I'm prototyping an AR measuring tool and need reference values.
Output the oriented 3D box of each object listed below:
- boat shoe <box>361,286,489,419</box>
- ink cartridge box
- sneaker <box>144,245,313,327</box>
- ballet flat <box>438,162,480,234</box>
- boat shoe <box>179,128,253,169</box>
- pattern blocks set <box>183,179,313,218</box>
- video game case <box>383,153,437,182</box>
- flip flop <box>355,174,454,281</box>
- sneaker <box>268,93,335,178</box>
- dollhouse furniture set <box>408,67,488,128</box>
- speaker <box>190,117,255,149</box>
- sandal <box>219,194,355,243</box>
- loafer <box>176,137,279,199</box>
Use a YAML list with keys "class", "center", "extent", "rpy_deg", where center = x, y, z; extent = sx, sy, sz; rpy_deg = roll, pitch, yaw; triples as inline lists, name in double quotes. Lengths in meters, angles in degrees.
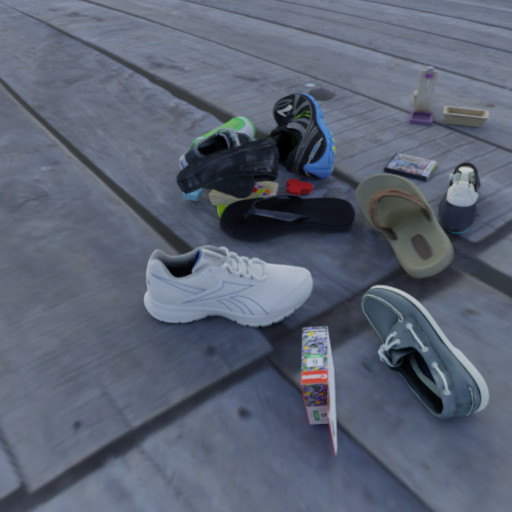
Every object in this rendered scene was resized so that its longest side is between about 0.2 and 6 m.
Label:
- class: "boat shoe"
  center: [2.315, 1.393, 8.512]
  extent: [0.798, 0.940, 2.583]
  rpy_deg: [-15, 44, -25]
- class: "ink cartridge box"
  center: [0.874, 1.864, 7.859]
  extent: [0.409, 0.885, 1.625]
  rpy_deg: [-6, 36, 11]
- class: "sneaker"
  center: [-0.472, 0.454, 9.465]
  extent: [2.930, 1.276, 1.092]
  rpy_deg: [-3, 42, -4]
- class: "ballet flat"
  center: [4.530, -1.403, 12.394]
  extent: [0.859, 0.859, 2.352]
  rpy_deg: [15, 39, 19]
- class: "boat shoe"
  center: [-0.754, -2.571, 13.151]
  extent: [2.441, 0.834, 0.901]
  rpy_deg: [-25, 78, -46]
- class: "pattern blocks set"
  center: [-0.236, -1.445, 12.928]
  extent: [2.609, 0.211, 2.293]
  rpy_deg: [18, 39, 21]
- class: "video game case"
  center: [3.890, -2.252, 14.104]
  extent: [1.086, 0.139, 0.982]
  rpy_deg: [18, 41, 23]
- class: "flip flop"
  center: [2.790, -0.756, 11.019]
  extent: [1.262, 0.896, 3.112]
  rpy_deg: [-38, 37, 18]
- class: "sneaker"
  center: [0.950, -3.216, 14.437]
  extent: [1.495, 1.279, 3.609]
  rpy_deg: [-1, 39, -12]
- class: "dollhouse furniture set"
  center: [5.737, -4.803, 16.365]
  extent: [2.186, 1.552, 1.732]
  rpy_deg: [11, 38, 14]
- class: "speaker"
  center: [-0.843, -2.951, 14.481]
  extent: [0.851, 0.851, 1.923]
  rpy_deg: [22, 42, 27]
- class: "sandal"
  center: [0.640, -0.948, 11.732]
  extent: [2.884, 0.617, 1.096]
  rpy_deg: [-6, 51, -8]
- class: "loafer"
  center: [-0.427, -1.720, 11.758]
  extent: [1.067, 1.104, 3.144]
  rpy_deg: [-10, 13, 36]
